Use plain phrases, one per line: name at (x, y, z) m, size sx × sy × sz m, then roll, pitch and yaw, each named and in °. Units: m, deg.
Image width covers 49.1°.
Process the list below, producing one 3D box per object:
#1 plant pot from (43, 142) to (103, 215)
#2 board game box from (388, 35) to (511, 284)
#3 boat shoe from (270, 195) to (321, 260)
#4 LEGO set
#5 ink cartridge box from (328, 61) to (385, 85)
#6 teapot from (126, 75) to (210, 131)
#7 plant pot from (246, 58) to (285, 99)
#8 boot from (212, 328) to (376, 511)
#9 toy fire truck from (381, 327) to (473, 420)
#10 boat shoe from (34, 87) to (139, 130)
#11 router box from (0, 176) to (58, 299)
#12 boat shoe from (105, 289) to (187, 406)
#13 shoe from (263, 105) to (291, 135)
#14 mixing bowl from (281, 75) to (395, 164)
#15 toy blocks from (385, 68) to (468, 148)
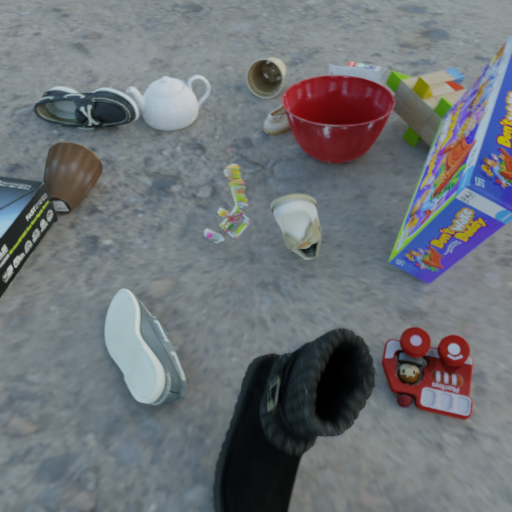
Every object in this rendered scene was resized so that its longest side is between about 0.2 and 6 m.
plant pot at (-3.819, -1.465, 11.316) m, size 1.131 × 1.131 × 1.210 m, roll 5°, pitch 56°, yaw 5°
board game box at (3.782, -1.710, 9.744) m, size 0.866 × 2.601 × 3.869 m, roll 28°, pitch 61°, yaw 0°
boat shoe at (0.789, -0.462, 9.577) m, size 0.738 × 1.975 × 0.675 m, roll -16°, pitch 72°, yaw 15°
LEGO set at (-0.395, -0.886, 10.305) m, size 0.691 × 1.503 × 0.559 m, roll 13°, pitch 18°, yaw -27°
ink cartridge box at (2.593, -4.649, 14.677) m, size 1.404 × 0.765 × 0.354 m, roll 15°, pitch 46°, yaw 15°
teapot at (-2.098, -3.831, 13.611) m, size 1.476 × 1.092 × 1.495 m, roll 20°, pitch 47°, yaw 19°
plant pot at (0.351, -4.784, 14.769) m, size 1.018 × 1.018 × 0.932 m, roll 13°, pitch 34°, yaw 13°
boot at (0.406, 2.157, 6.480) m, size 0.957 × 1.902 × 2.544 m, roll 20°, pitch 65°, yaw -25°
toy fire truck at (2.524, 1.742, 8.263) m, size 1.332 × 0.747 × 1.119 m, roll 10°, pitch 64°, yaw 12°
boat shoe at (-4.070, -3.430, 13.353) m, size 2.672 × 1.010 × 0.806 m, roll 8°, pitch 43°, yaw 25°
router box at (-5.701, -0.457, 10.229) m, size 3.208 × 0.997 × 2.404 m, roll 8°, pitch 45°, yaw 8°
boat shoe at (-1.732, 1.405, 8.716) m, size 0.720 × 0.849 × 2.332 m, roll 25°, pitch 18°, yaw -41°
shoe at (0.986, -3.515, 13.700) m, size 1.915 × 0.511 × 0.669 m, roll -31°, pitch 52°, yaw -28°
mixing bowl at (1.780, -2.923, 12.488) m, size 2.415 × 1.308 × 2.415 m, roll -1°, pitch 43°, yaw 1°
toy blocks at (4.596, -3.256, 12.909) m, size 2.001 × 1.462 × 2.927 m, roll -20°, pitch 61°, yaw -27°
